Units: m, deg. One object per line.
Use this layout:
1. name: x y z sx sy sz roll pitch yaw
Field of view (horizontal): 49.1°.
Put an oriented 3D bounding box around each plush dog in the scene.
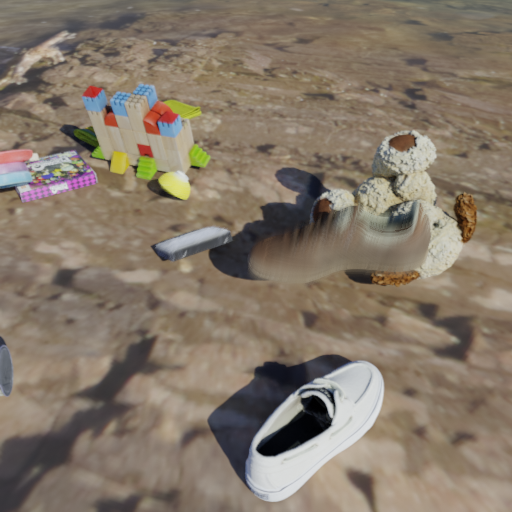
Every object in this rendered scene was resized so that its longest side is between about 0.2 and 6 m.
1. plush dog: 2.594 -0.527 9.970 2.590 2.078 2.224 -40 58 3

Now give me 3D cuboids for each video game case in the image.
1. video game case: -4.696 -1.855 12.799 1.679 0.301 1.522 -20 40 -25

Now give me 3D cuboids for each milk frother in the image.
1. milk frother: -4.000 1.326 7.583 1.130 1.201 1.084 -7 32 -11

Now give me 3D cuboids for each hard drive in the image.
1. hard drive: -1.163 -0.242 10.345 1.216 0.230 0.850 -21 18 -24

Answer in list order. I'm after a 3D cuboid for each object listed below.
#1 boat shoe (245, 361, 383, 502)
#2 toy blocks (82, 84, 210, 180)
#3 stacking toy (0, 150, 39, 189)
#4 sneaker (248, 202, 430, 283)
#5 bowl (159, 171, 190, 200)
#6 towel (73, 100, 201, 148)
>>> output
1. boat shoe: 0.793 1.950 7.020 2.465 0.810 0.887 -28 44 -33
2. toy blocks: -2.609 -2.966 12.673 2.853 1.950 1.426 13 53 16
3. stacking toy: -5.764 -1.575 12.058 2.270 0.959 2.055 -12 9 1
4. sneaker: 1.259 -0.334 8.813 2.869 1.084 1.011 -5 36 2
5. bowl: -1.675 -1.577 11.978 0.730 0.393 0.730 35 13 -9
6. towel: -3.203 -3.706 15.396 1.455 0.305 3.380 29 44 33
